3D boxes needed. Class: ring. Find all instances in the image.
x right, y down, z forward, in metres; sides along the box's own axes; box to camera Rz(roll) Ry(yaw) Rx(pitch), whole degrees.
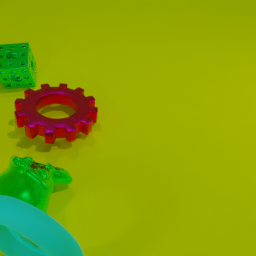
[{"bbox_3d":[-1.434,1.632,4.069,1.776,1.776,0.355,17,45,16],"label":"ring"}]

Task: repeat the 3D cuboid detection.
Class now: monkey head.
[{"bbox_3d":[-1.787,1.196,5.226,1.939,1.395,1.169,28,95,34],"label":"monkey head"}]

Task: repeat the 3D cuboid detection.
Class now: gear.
[{"bbox_3d":[-1.732,-0.422,6.858,1.939,0.359,1.939,6,41,-6],"label":"gear"}]

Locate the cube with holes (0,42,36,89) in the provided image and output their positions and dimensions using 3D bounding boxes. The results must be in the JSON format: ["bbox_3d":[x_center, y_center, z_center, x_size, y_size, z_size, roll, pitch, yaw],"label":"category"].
[{"bbox_3d":[-3.199,-1.776,8.047,0.895,0.895,0.895,-6,64,-6],"label":"cube with holes"}]
